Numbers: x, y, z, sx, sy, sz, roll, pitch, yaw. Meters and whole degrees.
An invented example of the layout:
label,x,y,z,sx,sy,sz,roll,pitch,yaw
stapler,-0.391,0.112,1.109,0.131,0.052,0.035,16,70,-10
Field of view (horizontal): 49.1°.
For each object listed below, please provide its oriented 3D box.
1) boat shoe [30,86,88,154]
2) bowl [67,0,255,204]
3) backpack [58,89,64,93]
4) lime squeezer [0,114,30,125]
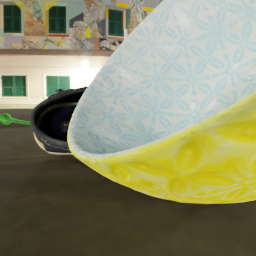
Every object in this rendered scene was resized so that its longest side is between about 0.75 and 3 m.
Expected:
label,x,y,z,sx,sy,sz,roll,pitch,yaw
boat shoe,0.060,-0.164,3.921,2.939,1.096,0.915,-6,-11,-1
bowl,1.039,-0.411,2.503,1.576,2.930,2.930,45,-15,-22
backpack,-3.278,-1.384,16.648,1.876,1.530,1.442,5,-10,-16
lime squeezer,-4.570,-0.214,9.831,2.209,0.417,0.780,-1,36,-24
